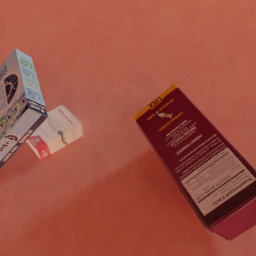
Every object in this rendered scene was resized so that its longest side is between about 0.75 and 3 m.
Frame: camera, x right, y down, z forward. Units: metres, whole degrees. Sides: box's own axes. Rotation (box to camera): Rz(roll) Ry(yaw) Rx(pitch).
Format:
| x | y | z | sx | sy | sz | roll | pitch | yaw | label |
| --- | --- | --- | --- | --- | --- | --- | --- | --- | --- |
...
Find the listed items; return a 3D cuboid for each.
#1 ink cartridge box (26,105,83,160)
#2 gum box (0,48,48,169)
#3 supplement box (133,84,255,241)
| x | y | z | sx | sy | sz | roll | pitch | yaw | label |
| --- | --- | --- | --- | --- | --- | --- | --- | --- | --- |
| -1.883 | 0.077 | 6.973 | 1.242 | 0.527 | 0.905 | -33 | 56 | -24 | ink cartridge box |
| -2.907 | -0.460 | 6.649 | 2.010 | 0.527 | 2.366 | -43 | 50 | 18 | gum box |
| 1.434 | 0.626 | 5.544 | 1.181 | 1.522 | 2.758 | -39 | 50 | 8 | supplement box |
